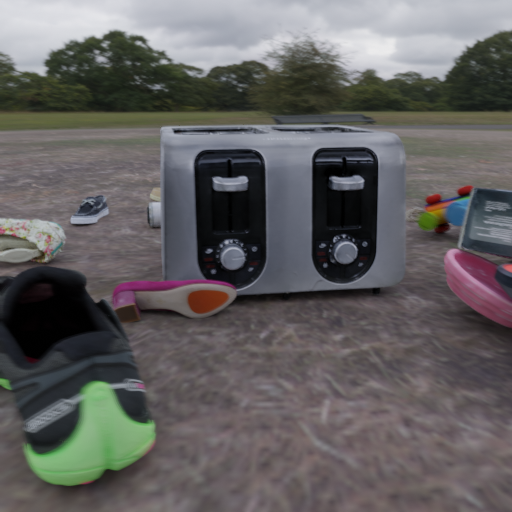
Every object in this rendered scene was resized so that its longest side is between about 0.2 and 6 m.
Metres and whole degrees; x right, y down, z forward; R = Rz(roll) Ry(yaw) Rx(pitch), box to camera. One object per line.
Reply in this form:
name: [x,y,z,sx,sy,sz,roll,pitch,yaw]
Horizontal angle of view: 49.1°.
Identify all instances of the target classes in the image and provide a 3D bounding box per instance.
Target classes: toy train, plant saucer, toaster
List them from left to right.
toaster: [0.198,-0.867,8.744,3.353,2.200,3.708,-2,16,-9]
toy train: [3.406,-0.740,10.926,1.829,0.774,1.059,-14,7,37]
plant saucer: [2.885,0.431,6.839,1.390,0.352,1.390,23,23,-10]

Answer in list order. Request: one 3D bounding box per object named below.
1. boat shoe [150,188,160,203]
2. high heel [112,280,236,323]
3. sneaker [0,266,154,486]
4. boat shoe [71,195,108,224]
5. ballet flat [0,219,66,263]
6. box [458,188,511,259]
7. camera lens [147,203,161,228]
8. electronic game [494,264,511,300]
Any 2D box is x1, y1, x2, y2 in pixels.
boat shoe: [-1.459,-1.742,14.288,2.482,0.806,0.895,-3,16,-9]
high heel: [-1.056,0.434,7.145,1.577,0.532,0.758,-5,27,-6]
sneaker: [-1.803,0.649,4.987,1.235,1.348,3.218,-12,20,-36]
boat shoe: [-3.687,-1.056,12.439,0.544,0.514,1.515,2,16,8]
ballet flat: [-4.290,-0.219,9.219,2.259,0.854,0.722,-2,44,7]
box: [4.929,-0.090,7.187,3.705,0.852,2.945,13,5,36]
camera lens: [-1.959,-0.865,11.763,0.650,0.520,0.520,-4,16,-12]
electronic game: [3.825,0.490,5.918,2.473,0.515,2.473,11,11,-2]
